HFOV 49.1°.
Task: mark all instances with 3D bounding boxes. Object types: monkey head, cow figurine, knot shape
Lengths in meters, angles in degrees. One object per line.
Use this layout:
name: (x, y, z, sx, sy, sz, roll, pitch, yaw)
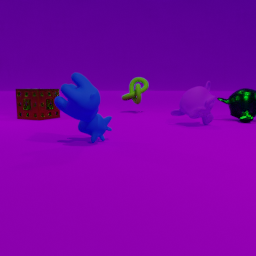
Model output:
monkey head: (3.509, -0.691, 8.408, 1.550, 0.934, 1.115, -8, 17, 25)
monkey head: (1.892, -0.591, 7.558, 1.389, 1.000, 0.837, -39, 45, 0)
cow figurine: (-0.699, -0.303, 4.964, 1.172, 0.654, 1.191, 40, -26, -9)
knot shape: (0.325, -1.440, 11.349, 0.577, 1.248, 1.168, 36, 14, -26)

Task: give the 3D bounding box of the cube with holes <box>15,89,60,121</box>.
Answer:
cube with holes: (-2.977, -0.811, 9.315, 0.986, 0.986, 0.986, 4, 9, 27)
